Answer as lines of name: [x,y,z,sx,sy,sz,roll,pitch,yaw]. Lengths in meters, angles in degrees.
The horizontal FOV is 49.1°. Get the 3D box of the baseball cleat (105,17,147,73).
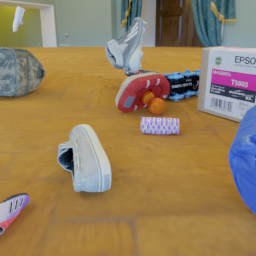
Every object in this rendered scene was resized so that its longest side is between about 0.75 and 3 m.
baseball cleat: [-0.071,-3.178,10.127,1.433,0.939,2.693,8,53,-8]

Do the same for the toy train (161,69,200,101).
toy train: [2.180,-1.895,11.991,2.739,1.187,1.565,-15,19,-36]

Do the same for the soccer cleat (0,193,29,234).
soccer cleat: [-1.862,1.345,4.172,0.407,0.380,1.113,35,26,16]

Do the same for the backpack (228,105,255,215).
backpack: [2.613,0.475,3.827,2.334,1.896,1.958,-3,25,38]

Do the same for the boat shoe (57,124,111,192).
boat shoe: [-1.020,0.524,5.689,0.812,0.796,2.281,-3,23,-22]

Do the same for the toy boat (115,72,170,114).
toy boat: [0.728,-1.040,9.759,2.174,1.419,1.421,-21,59,-44]

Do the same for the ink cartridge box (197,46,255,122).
ink cartridge box: [3.581,-1.387,8.928,1.007,2.208,2.680,-14,24,-32]

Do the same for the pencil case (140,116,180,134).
pencil case: [0.893,-0.063,7.873,1.144,0.480,0.489,4,0,6]

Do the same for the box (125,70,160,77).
box: [1.004,-2.323,13.326,2.017,0.380,1.378,20,-3,44]

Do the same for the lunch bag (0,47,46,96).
lunch bag: [-5.555,-2.502,12.518,2.964,2.065,2.486,4,8,11]

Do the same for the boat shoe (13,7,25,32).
boat shoe: [-3.755,-3.711,9.649,0.291,0.849,0.306,7,13,-36]
